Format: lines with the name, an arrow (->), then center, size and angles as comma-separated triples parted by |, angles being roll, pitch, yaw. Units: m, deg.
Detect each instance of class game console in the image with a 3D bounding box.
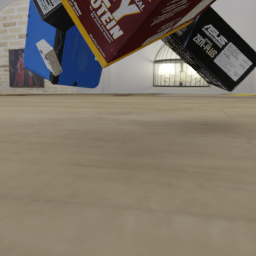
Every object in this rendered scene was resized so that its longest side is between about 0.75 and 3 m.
game console -> -2.164, -3.141, 9.873 | 2.526, 2.960, 1.751 | 3, 28, -27

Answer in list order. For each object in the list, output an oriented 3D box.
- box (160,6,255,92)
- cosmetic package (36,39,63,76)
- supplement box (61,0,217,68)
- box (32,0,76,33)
box -> 2.024, -2.438, 7.947 | 2.712, 1.168, 2.221 | 40, 11, -10
cosmetic package -> -1.943, -1.723, 6.961 | 0.245, 0.399, 0.966 | -39, -18, -14
supplement box -> 0.524, -2.713, 4.718 | 2.584, 1.740, 2.620 | -34, 4, -26
box -> -1.475, -3.521, 6.605 | 1.678, 1.692, 1.043 | -29, -9, 15
